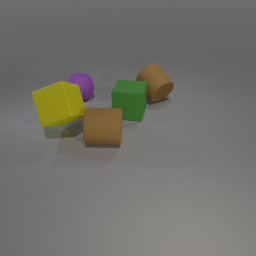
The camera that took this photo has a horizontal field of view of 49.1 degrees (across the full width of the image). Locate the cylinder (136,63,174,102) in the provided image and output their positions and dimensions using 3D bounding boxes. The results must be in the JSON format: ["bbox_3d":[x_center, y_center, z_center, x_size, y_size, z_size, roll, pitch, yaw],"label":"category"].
[{"bbox_3d":[1.352,-2.264,14.094,1.400,1.400,1.400,-20,63,-30],"label":"cylinder"}]

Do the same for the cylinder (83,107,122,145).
[{"bbox_3d":[-0.945,-0.073,10.876,1.400,1.400,1.400,2,31,0],"label":"cylinder"}]

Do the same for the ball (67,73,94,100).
[{"bbox_3d":[-2.431,-2.120,14.325,1.400,1.400,1.400,0,31,0],"label":"ball"}]

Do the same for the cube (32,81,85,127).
[{"bbox_3d":[-2.685,-0.917,11.161,1.400,1.400,1.400,-17,-3,16],"label":"cube"}]

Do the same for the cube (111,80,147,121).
[{"bbox_3d":[0.077,-1.292,12.926,1.400,1.400,1.400,6,32,9],"label":"cube"}]
